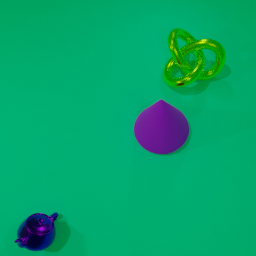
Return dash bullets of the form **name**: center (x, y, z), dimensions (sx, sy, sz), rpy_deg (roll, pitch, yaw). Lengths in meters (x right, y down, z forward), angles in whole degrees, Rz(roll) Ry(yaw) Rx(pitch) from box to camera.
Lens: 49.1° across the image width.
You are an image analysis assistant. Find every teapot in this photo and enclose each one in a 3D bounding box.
- **teapot**: center (-2.208, 2.480, 6.778), dimensions (0.922, 0.726, 1.483), rpy_deg (32, 25, 16)

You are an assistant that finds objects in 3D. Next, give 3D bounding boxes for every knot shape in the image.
- **knot shape**: center (2.160, -2.218, 9.031), dimensions (1.930, 0.953, 2.062), rpy_deg (7, 84, 3)

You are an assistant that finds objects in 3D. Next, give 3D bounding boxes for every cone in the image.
- **cone**: center (0.922, -0.349, 7.734), dimensions (1.665, 1.671, 1.665), rpy_deg (-3, 64, 5)
